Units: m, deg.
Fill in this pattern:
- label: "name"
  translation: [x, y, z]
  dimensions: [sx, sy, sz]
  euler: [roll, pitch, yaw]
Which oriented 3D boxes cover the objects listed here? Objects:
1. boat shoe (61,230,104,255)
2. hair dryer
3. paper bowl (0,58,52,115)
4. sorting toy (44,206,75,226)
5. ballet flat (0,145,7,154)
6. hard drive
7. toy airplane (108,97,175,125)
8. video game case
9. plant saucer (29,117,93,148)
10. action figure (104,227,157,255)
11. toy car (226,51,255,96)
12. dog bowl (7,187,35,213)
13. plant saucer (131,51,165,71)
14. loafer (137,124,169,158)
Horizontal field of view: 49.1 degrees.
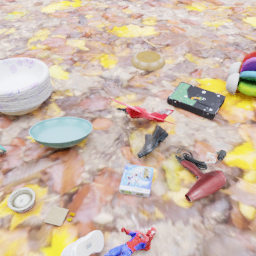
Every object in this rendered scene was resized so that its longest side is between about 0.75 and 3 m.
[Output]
- label: "boat shoe"
  translation: [-1.104, 2.996, 7.041]
  dimensions: [0.533, 0.560, 1.556]
  euler: [-15, -5, 18]
- label: "hair dryer"
  translation: [2.322, 1.548, 9.212]
  dimensions: [1.744, 0.622, 2.289]
  euler: [-1, 34, 23]
- label: "paper bowl"
  translation: [-4.702, -1.679, 11.855]
  dimensions: [2.916, 1.516, 2.916]
  euler: [0, 42, 0]
- label: "sorting toy"
  translation: [-1.990, 2.617, 8.237]
  dimensions: [0.792, 0.106, 0.590]
  euler: [10, 39, 11]
- label: "ballet flat"
  translation: [-5.119, 0.593, 10.146]
  dimensions: [1.955, 0.703, 0.703]
  euler: [32, 51, 30]
- label: "hard drive"
  translation: [2.958, -1.224, 12.194]
  dimensions: [2.140, 0.405, 1.495]
  euler: [24, 48, 23]
- label: "toy airplane"
  translation: [0.660, -0.527, 10.379]
  dimensions: [2.777, 2.777, 0.511]
  euler: [13, 88, 14]
- label: "video game case"
  translation: [0.295, 1.693, 9.129]
  dimensions: [0.968, 0.243, 1.068]
  euler: [8, 43, 7]
- label: "plant saucer"
  translation: [-2.433, 0.189, 10.304]
  dimensions: [2.264, 0.407, 2.264]
  euler: [0, 24, 0]
- label: "action figure"
  translation: [-0.121, 3.038, 7.092]
  dimensions: [2.233, 1.105, 0.729]
  euler: [-25, 48, -28]
- label: "toy car"
  translation: [5.606, -2.439, 12.513]
  dimensions: [2.058, 1.764, 2.352]
  euler: [15, 45, 14]
- label: "dog bowl"
  translation: [-3.199, 2.223, 8.509]
  dimensions: [0.813, 0.300, 0.813]
  euler: [0, 43, 0]
- label: "plant saucer"
  translation: [1.075, -3.659, 14.913]
  dimensions: [1.858, 0.329, 1.858]
  euler: [0, 43, 0]
- label: "loafer"
  translation: [0.784, 0.476, 10.048]
  dimensions: [0.598, 0.602, 1.653]
  euler: [51, 48, -1]
